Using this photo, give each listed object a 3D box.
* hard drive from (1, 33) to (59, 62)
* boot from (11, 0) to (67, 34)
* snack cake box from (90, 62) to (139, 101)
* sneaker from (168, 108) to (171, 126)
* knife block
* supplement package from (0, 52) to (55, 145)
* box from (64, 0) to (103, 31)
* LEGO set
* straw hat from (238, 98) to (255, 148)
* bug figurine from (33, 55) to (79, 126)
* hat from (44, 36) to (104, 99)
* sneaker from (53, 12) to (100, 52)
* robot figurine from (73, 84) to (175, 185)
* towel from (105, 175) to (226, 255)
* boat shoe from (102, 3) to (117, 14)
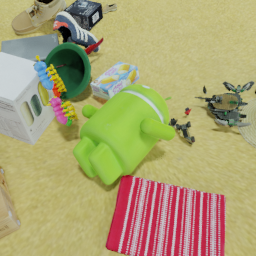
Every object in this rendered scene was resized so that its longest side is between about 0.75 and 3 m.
[{"bbox_3d":[-3.564,-2.822,10.351,2.083,0.343,1.454,-11,54,-8],"label":"hard drive"},{"bbox_3d":[-3.445,-4.457,10.550,2.373,1.845,0.864,-27,99,-6],"label":"boot"},{"bbox_3d":[-0.398,-1.494,8.877,0.811,0.474,1.411,25,55,33],"label":"snack cake box"},{"bbox_3d":[1.087,-0.444,8.550,0.478,0.351,1.057,-23,54,-13],"label":"sneaker"},{"bbox_3d":[-3.829,2.128,6.266,2.362,0.861,2.690,-23,57,-18],"label":"knife block"},{"bbox_3d":[-3.081,-0.788,7.827,1.435,1.904,1.445,18,55,13],"label":"supplement package"},{"bbox_3d":[-1.820,-4.710,11.585,1.148,0.674,1.129,21,55,17],"label":"box"},{"bbox_3d":[2.638,-0.455,8.483,2.805,0.795,1.822,-19,52,2],"label":"LEGO set"},{"bbox_3d":[4.371,-0.383,8.125,2.290,0.969,2.290,0,53,-1],"label":"straw hat"},{"bbox_3d":[-1.976,-0.910,7.683,0.600,2.333,1.809,-25,91,-7],"label":"bug figurine"},{"bbox_3d":[-1.567,-1.950,9.525,2.062,1.815,1.708,-34,85,21],"label":"hat"},{"bbox_3d":[-1.812,-3.106,9.774,0.711,1.897,0.802,-7,58,48],"label":"sneaker"},{"bbox_3d":[-0.064,0.030,7.334,2.559,1.687,2.917,13,50,44],"label":"robot figurine"},{"bbox_3d":[0.950,2.178,6.604,2.679,0.301,1.937,11,54,8],"label":"towel"},{"bbox_3d":[-0.912,-5.243,12.191,0.892,0.340,0.319,-24,56,-17],"label":"boat shoe"}]
